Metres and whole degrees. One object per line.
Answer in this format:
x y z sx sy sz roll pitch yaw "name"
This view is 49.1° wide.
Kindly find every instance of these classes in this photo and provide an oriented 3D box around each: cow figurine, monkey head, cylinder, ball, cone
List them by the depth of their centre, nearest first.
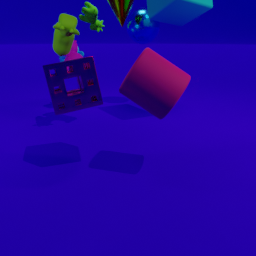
0.492 -0.822 5.264 0.986 0.986 0.986 34 21 -2 "cylinder"
-1.753 -2.517 7.717 0.686 1.250 1.230 11 30 -18 "cow figurine"
-1.594 -2.135 8.665 1.316 1.295 0.723 20 -12 10 "cow figurine"
-0.224 -4.105 9.212 1.541 1.546 1.541 -3 3 0 "cone"
-2.151 -2.678 10.137 0.741 0.884 1.229 -26 45 -36 "monkey head"
0.571 -3.830 10.599 1.271 1.271 1.271 0 19 0 "ball"
-1.327 -4.222 10.775 1.056 0.589 1.073 24 -19 -17 "cow figurine"

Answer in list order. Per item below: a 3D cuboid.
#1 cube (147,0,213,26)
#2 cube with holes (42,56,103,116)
1.448 -3.965 8.143 1.347 1.347 1.347 -2 -5 -32 "cube"
-1.149 -0.897 5.740 0.949 0.949 0.949 -15 16 -13 "cube with holes"
